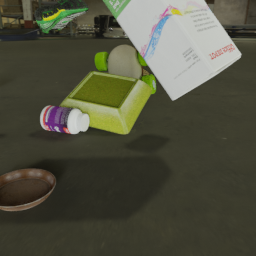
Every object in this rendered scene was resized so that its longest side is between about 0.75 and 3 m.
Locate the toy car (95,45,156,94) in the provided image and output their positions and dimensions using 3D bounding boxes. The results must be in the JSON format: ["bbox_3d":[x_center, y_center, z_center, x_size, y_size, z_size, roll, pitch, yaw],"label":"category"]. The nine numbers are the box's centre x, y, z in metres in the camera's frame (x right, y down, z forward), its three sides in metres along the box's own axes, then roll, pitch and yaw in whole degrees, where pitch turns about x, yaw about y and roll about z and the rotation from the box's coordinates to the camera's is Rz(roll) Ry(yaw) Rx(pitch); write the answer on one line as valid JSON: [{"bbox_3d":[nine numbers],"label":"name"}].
[{"bbox_3d":[0.269,-2.473,12.777,2.416,2.320,2.941,-2,8,22],"label":"toy car"}]

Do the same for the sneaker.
[{"bbox_3d":[-2.059,-3.582,8.855,1.752,0.746,0.684,-26,65,-17],"label":"sneaker"}]

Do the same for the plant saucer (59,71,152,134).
[{"bbox_3d":[-0.797,-1.122,9.720,2.710,0.649,2.706,13,44,16],"label":"plant saucer"}]

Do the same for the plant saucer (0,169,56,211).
[{"bbox_3d":[-2.160,1.262,5.702,1.369,0.236,1.369,1,22,0],"label":"plant saucer"}]

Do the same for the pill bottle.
[{"bbox_3d":[-1.952,-0.247,8.717,1.404,0.789,0.789,8,23,19],"label":"pill bottle"}]

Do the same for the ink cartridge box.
[{"bbox_3d":[1.082,-2.327,6.470,1.211,2.883,2.088,-35,-1,42],"label":"ink cartridge box"}]
